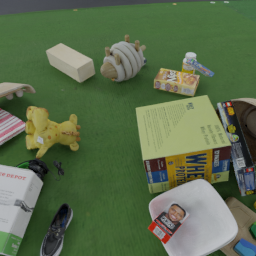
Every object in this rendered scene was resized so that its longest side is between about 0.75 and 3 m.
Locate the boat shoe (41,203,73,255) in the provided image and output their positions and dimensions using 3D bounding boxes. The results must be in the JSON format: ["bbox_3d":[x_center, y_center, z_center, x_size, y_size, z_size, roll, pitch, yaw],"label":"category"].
[{"bbox_3d":[-2.025,2.903,7.998,0.586,0.555,1.676,11,43,12],"label":"boat shoe"}]

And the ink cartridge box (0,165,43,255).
[{"bbox_3d":[-3.625,2.275,7.963,1.623,0.937,2.222,9,60,10],"label":"ink cartridge box"}]

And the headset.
[{"bbox_3d":[-3.105,1.492,9.301,2.040,0.959,1.260,-5,41,11],"label":"headset"}]

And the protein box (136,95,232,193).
[{"bbox_3d":[1.758,0.506,9.519,2.582,1.742,2.563,-10,41,4],"label":"protein box"}]

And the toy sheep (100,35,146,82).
[{"bbox_3d":[-0.158,-3.445,14.122,2.970,2.048,2.048,-35,51,-21],"label":"toy sheep"}]

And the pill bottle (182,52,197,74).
[{"bbox_3d":[3.157,-3.215,14.433,0.693,1.229,0.693,0,41,0],"label":"pill bottle"}]

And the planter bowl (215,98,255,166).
[{"bbox_3d":[4.431,-0.013,10.116,1.614,2.399,2.399,-19,44,-37],"label":"planter bowl"}]

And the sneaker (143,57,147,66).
[{"bbox_3d":[-0.028,-3.804,15.338,2.120,0.915,0.823,-1,42,0],"label":"sneaker"}]

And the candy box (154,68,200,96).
[{"bbox_3d":[2.411,-2.287,13.879,2.018,0.558,1.165,15,45,16],"label":"candy box"}]

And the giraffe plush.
[{"bbox_3d":[-2.724,0.127,10.533,1.721,1.831,2.122,-3,26,-36],"label":"giraffe plush"}]

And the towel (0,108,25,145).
[{"bbox_3d":[-5.768,-0.048,11.514,2.825,0.423,2.067,25,45,25],"label":"towel"}]

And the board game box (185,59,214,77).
[{"bbox_3d":[3.186,-2.683,12.463,1.198,0.206,0.811,31,10,-8],"label":"board game box"}]

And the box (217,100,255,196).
[{"bbox_3d":[3.602,0.642,9.283,0.530,1.820,2.659,-14,49,16],"label":"box"}]

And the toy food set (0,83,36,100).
[{"bbox_3d":[-5.816,-1.216,12.266,2.087,0.878,2.908,12,33,42],"label":"toy food set"}]

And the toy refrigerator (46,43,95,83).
[{"bbox_3d":[-3.080,-3.486,14.981,2.783,0.974,1.056,32,58,32],"label":"toy refrigerator"}]

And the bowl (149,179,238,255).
[{"bbox_3d":[1.810,2.651,7.896,2.027,0.758,2.030,-24,44,-2],"label":"bowl"}]

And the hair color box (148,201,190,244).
[{"bbox_3d":[1.157,2.594,7.797,0.622,0.375,1.226,38,31,20],"label":"hair color box"}]

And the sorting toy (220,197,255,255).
[{"bbox_3d":[3.574,2.812,8.263,2.532,0.339,1.887,-31,50,-31],"label":"sorting toy"}]
